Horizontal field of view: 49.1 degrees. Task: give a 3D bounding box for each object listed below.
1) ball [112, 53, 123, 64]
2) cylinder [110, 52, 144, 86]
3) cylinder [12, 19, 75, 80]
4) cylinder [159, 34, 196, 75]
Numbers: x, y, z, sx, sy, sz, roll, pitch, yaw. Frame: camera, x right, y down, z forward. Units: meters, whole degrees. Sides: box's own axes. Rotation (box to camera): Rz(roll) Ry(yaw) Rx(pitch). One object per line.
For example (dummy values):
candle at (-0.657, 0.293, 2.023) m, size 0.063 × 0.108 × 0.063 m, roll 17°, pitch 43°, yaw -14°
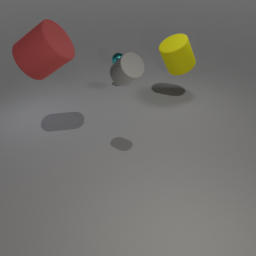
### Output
ball at (-0.490, -3.527, 14.474) m, size 0.700 × 0.700 × 0.700 m, roll 0°, pitch 32°, yaw 0°
cylinder at (-0.031, -1.547, 7.426) m, size 0.700 × 0.700 × 0.700 m, roll -21°, pitch -1°, yaw -30°
cylinder at (-2.668, -2.463, 8.929) m, size 1.400 × 1.400 × 1.400 m, roll -27°, pitch 23°, yaw 23°
cylinder at (2.344, -3.463, 13.265) m, size 1.400 × 1.400 × 1.400 m, roll -18°, pitch 43°, yaw 18°
